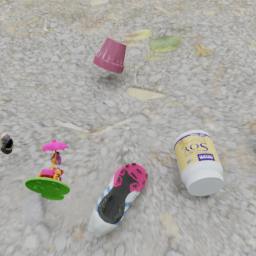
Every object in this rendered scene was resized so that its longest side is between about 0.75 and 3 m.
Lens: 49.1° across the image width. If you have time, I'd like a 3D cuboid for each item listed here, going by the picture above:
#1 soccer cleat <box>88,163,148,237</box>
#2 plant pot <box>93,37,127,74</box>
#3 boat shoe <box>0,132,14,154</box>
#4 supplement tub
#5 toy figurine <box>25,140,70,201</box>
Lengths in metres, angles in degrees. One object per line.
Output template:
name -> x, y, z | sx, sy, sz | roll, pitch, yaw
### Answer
soccer cleat -> -0.266, 1.636, 6.702 | 0.788, 0.974, 2.255 | 39, 33, 5
plant pot -> -0.541, -2.512, 9.589 | 1.088, 0.974, 1.088 | 20, 18, -7
boat shoe -> -3.169, 0.467, 7.362 | 0.299, 0.922, 0.332 | 39, 52, 13
supplement tub -> 1.747, 0.861, 6.976 | 1.017, 1.017, 1.398 | -4, 48, -4
toy figurine -> -1.329, 0.708, 5.088 | 0.758, 1.010, 0.930 | 3, 56, 2
